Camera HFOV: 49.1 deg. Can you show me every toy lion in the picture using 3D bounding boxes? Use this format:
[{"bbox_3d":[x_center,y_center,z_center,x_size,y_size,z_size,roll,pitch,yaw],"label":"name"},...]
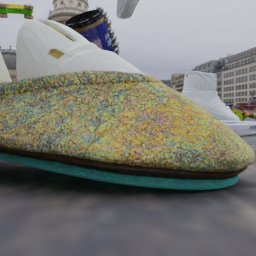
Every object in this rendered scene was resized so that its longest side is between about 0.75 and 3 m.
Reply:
[{"bbox_3d":[-3.586,-3.750,8.823,1.255,0.431,1.203,-12,34,-35],"label":"toy lion"}]

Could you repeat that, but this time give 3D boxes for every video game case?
[{"bbox_3d":[1.739,-0.027,6.016,1.974,0.248,2.169,-2,4,-43],"label":"video game case"}]

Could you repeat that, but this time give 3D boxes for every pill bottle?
[{"bbox_3d":[-1.401,-3.238,11.673,1.584,2.833,1.584,-13,35,9],"label":"pill bottle"}]

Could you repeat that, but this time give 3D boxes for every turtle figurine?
[{"bbox_3d":[3.491,-0.354,8.814,1.956,0.630,1.577,2,3,36],"label":"turtle figurine"}]

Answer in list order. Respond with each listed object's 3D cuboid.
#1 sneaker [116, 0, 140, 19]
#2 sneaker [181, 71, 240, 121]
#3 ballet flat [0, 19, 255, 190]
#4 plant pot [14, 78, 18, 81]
[{"bbox_3d":[0.471,-3.030,5.760,1.083,1.874,0.690,14,6,-28],"label":"sneaker"},{"bbox_3d":[2.302,-0.775,7.430,2.241,1.295,0.826,16,-11,-35],"label":"sneaker"},{"bbox_3d":[-0.757,-0.200,1.819,2.923,1.033,1.033,1,3,19],"label":"ballet flat"},{"bbox_3d":[-5.208,-1.537,16.201,2.437,2.722,2.722,22,16,38],"label":"plant pot"}]
